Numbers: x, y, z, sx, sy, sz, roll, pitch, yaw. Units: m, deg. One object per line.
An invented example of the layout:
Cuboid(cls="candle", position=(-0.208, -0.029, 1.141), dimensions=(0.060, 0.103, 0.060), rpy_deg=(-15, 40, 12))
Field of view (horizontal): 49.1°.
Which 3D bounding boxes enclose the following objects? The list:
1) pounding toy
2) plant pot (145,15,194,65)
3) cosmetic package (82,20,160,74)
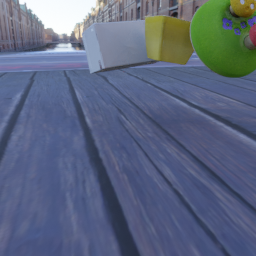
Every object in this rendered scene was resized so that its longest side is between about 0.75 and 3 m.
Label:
Cuboid(cls="pounding toy", position=(2.926, -2.674, 6.825), dimensions=(2.158, 2.795, 1.297), rpy_deg=(37, -17, -7))
Cuboid(cls="plant pot", position=(1.279, -2.612, 8.467), dimensions=(1.380, 1.217, 1.380), rpy_deg=(3, 18, -21))
Cuboid(cls="cosmetic package", position=(-0.051, -2.804, 9.596), dimensions=(2.732, 1.459, 1.232), rpy_deg=(-14, 7, -27))
